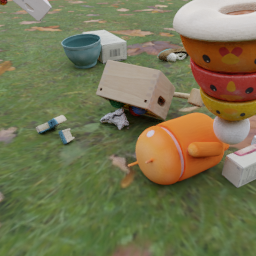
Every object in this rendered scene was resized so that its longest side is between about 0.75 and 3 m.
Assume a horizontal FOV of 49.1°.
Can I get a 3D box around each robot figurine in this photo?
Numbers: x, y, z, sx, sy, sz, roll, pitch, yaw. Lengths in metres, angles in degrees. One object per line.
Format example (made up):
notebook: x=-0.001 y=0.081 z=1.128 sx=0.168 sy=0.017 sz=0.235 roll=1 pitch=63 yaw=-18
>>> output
robot figurine: x=1.245 y=0.464 z=6.621 sx=2.461 sy=1.435 sz=1.770 roll=-17 pitch=40 yaw=-25

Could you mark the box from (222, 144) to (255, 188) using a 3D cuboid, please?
box: x=2.836 y=0.886 z=6.697 sx=0.988 sy=0.632 sz=0.538 roll=-16 pitch=36 yaw=-23

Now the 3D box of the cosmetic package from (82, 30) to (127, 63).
cosmetic package: x=-1.242 y=-4.223 z=14.361 sx=1.371 sy=0.926 sz=2.606 roll=-16 pitch=36 yaw=-22

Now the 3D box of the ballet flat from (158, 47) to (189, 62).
ballet flat: x=2.328 y=-3.565 z=13.806 sx=1.769 sy=0.600 sz=0.640 roll=-17 pitch=55 yaw=-31

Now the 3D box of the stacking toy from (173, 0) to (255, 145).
stacking toy: x=1.996 y=-0.853 z=5.075 sx=2.108 sy=2.885 sz=2.108 roll=-9 pitch=35 yaw=6

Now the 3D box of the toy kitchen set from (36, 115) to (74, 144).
toy kitchen set: x=-2.128 y=0.156 z=8.158 sx=0.583 sy=0.792 sz=0.989 roll=-26 pitch=5 yaw=-35

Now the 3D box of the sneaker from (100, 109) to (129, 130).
sneaker: x=-0.412 y=-0.203 z=8.667 sx=0.977 sy=0.562 sz=0.367 roll=-20 pitch=16 yaw=40

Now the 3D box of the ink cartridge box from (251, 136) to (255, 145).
ink cartridge box: x=4.215 y=0.661 z=7.388 sx=1.172 sy=0.346 sz=1.464 roll=-9 pitch=39 yaw=-14

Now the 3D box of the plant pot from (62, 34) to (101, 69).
plant pot: x=-2.047 y=-3.483 z=12.926 sx=1.769 sy=1.185 sz=1.769 roll=-4 pitch=37 yaw=3

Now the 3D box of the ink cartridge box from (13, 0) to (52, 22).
ink cartridge box: x=-2.805 y=-3.712 z=7.703 sx=0.565 sy=0.979 sz=1.346 roll=-42 pitch=56 yaw=12

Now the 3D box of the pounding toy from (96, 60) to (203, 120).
pounding toy: x=0.884 y=-0.848 z=8.710 sx=2.804 sy=1.283 sz=2.463 roll=18 pitch=-2 yaw=25

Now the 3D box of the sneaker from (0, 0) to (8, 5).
sneaker: x=-2.792 y=-2.619 z=5.150 sx=0.576 sy=0.546 sz=1.403 roll=-24 pitch=42 yaw=-38
